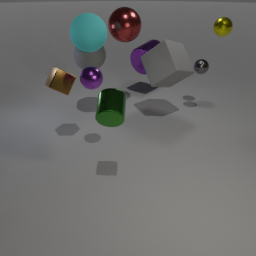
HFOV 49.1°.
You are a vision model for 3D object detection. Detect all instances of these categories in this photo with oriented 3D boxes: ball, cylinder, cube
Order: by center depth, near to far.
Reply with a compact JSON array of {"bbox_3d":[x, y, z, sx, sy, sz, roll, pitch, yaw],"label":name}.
[{"bbox_3d":[-0.412,-0.488,6.815,0.700,0.700,0.700,2,58,3],"label":"cylinder"},{"bbox_3d":[-1.110,-1.516,8.493,0.700,0.700,0.700,0,28,0],"label":"ball"},{"bbox_3d":[-2.291,-1.598,9.488,0.700,0.700,0.700,22,4,-32],"label":"cube"},{"bbox_3d":[3.574,-3.802,10.535,0.700,0.700,0.700,0,28,0],"label":"ball"},{"bbox_3d":[-1.485,-3.579,10.547,1.400,1.400,1.400,0,28,0],"label":"ball"},{"bbox_3d":[1.643,-2.627,11.671,1.400,1.400,1.400,-28,-13,40],"label":"cube"},{"bbox_3d":[-0.135,-4.312,11.727,1.400,1.400,1.400,0,28,0],"label":"ball"},{"bbox_3d":[-1.633,-3.124,11.869,1.400,1.400,1.400,0,28,0],"label":"ball"},{"bbox_3d":[3.445,-2.880,13.156,0.700,0.700,0.700,0,28,0],"label":"ball"},{"bbox_3d":[1.072,-3.696,14.547,1.400,1.400,1.400,22,45,35],"label":"cylinder"}]
